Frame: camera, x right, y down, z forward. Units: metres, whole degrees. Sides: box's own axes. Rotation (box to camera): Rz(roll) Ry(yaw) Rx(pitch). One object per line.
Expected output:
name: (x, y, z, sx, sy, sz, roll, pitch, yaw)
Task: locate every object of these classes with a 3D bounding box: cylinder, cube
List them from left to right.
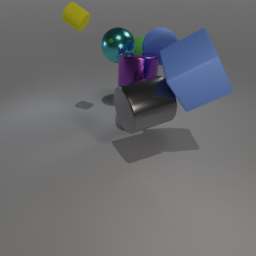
cylinder: (-1.774, -3.806, 9.594, 0.700, 0.700, 0.700, 34, 33, -1)
cylinder: (0.349, -1.885, 9.972, 1.400, 1.400, 1.400, 3, 21, -1)
cylinder: (0.483, -0.695, 8.234, 1.400, 1.400, 1.400, -18, 33, -19)
cube: (1.879, -1.590, 7.824, 1.400, 1.400, 1.400, -24, 46, 21)

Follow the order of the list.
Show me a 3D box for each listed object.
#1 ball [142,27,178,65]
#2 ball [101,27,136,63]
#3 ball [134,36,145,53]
ball: (1.240, -3.120, 10.756, 1.400, 1.400, 1.400, 0, 29, 0)
ball: (-0.393, -3.332, 11.329, 1.400, 1.400, 1.400, 0, 29, 0)
ball: (0.660, -3.597, 13.222, 1.400, 1.400, 1.400, 0, 29, 0)
